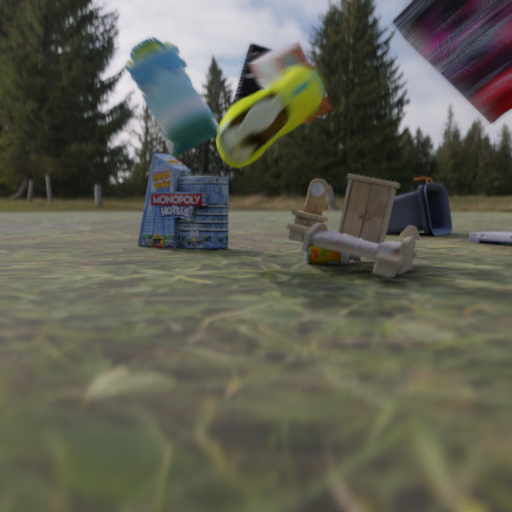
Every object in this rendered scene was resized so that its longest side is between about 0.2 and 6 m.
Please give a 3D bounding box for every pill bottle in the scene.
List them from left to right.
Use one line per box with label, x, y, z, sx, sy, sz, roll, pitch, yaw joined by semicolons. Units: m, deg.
pill bottle;1.211;-0.103;8.710;0.863;0.479;0.479;2;6;17

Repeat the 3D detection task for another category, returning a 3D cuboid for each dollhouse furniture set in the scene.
dollhouse furniture set;1.267;-0.615;8.051;2.122;1.215;2.488;14;8;20

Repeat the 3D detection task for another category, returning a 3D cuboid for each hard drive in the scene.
hard drive;0.151;-4.196;13.687;1.159;1.659;0.314;12;19;-16

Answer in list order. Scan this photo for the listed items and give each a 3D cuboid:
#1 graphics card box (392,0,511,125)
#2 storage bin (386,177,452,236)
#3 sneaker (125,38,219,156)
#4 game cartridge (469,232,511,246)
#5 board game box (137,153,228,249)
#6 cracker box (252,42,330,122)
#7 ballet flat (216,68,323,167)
graphics card box;2.369;-2.357;5.961;1.059;1.688;0.429;-42;-33;21
storage bin;4.593;-1.356;16.460;1.596;1.729;2.376;-9;0;32
sneaker;-1.309;-2.484;8.703;0.941;1.545;2.367;-30;3;-6
game cartridge;5.760;-0.374;12.612;1.024;0.303;1.579;-8;9;-29
board game box;-1.562;-1.158;11.732;1.982;1.980;0.611;3;7;29
cracker box;0.585;-3.090;10.111;0.528;1.225;1.830;-31;19;-2
ballet flat;-0.074;-2.115;9.158;0.948;0.945;2.829;-43;11;-36
